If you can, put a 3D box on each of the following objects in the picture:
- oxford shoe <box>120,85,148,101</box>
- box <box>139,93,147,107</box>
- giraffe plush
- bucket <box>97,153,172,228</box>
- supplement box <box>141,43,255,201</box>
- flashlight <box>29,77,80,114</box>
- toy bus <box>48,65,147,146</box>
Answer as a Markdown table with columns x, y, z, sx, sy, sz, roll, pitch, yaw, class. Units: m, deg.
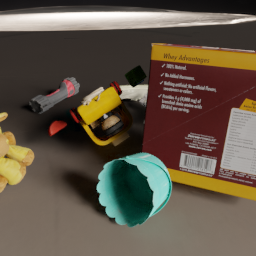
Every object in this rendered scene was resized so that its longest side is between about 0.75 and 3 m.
| x | y | z | sx | sy | sz | roll | pitch | yaw | class |
| --- | --- | --- | --- | --- | --- | --- | --- | --- | --- |
| 0.418 | -1.374 | 10.870 | 2.104 | 0.608 | 0.791 | -6 | 10 | -19 | oxford shoe |
| 0.904 | -0.969 | 9.907 | 0.830 | 0.171 | 0.647 | 32 | 78 | 36 | box |
| -2.920 | 0.366 | 5.895 | 1.735 | 1.407 | 1.497 | 25 | 49 | -5 | giraffe plush |
| 0.149 | 1.127 | 5.418 | 1.330 | 1.330 | 0.865 | 18 | 20 | 30 | bucket |
| 1.898 | -0.312 | 6.183 | 2.749 | 2.787 | 1.850 | 11 | 18 | 18 | supplement box |
| -2.738 | -1.253 | 10.518 | 0.734 | 0.737 | 2.168 | -27 | 10 | 42 | flashlight |
| -0.546 | -0.225 | 7.092 | 2.476 | 1.356 | 2.624 | -28 | 9 | 39 | toy bus |
